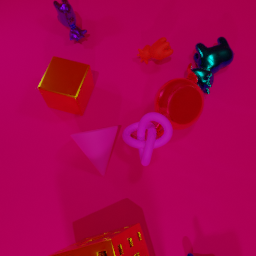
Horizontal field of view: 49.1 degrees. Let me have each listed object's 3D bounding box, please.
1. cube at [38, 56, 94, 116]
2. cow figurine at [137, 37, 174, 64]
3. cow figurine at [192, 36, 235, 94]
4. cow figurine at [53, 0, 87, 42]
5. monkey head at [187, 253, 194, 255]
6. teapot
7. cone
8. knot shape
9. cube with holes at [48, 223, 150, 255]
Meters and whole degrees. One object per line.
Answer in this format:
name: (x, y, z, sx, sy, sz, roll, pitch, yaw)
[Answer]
cube: (-1.489, -1.022, 6.964, 0.970, 0.970, 0.970, 15, 67, 6)
cow figurine: (0.681, -1.978, 7.325, 0.895, 0.499, 0.910, -29, 28, 13)
cow figurine: (2.218, -1.634, 7.364, 1.414, 0.776, 1.391, -18, 63, -3)
cow figurine: (-1.594, -2.955, 7.743, 0.562, 1.023, 1.007, -32, 67, -11)
monkey head: (1.264, 3.172, 4.924, 0.987, 1.178, 1.638, 1, 88, 38)
teapot: (1.183, -0.663, 6.724, 1.233, 0.971, 1.984, 27, 95, -24)
cone: (-0.672, 0.596, 6.498, 1.111, 1.111, 1.115, -11, 93, -5)
knot shape: (0.473, 0.151, 6.281, 1.128, 0.557, 1.205, -43, 49, 26)
cube with holes: (-0.394, 2.583, 4.864, 1.300, 1.300, 1.300, -22, 75, 18)
